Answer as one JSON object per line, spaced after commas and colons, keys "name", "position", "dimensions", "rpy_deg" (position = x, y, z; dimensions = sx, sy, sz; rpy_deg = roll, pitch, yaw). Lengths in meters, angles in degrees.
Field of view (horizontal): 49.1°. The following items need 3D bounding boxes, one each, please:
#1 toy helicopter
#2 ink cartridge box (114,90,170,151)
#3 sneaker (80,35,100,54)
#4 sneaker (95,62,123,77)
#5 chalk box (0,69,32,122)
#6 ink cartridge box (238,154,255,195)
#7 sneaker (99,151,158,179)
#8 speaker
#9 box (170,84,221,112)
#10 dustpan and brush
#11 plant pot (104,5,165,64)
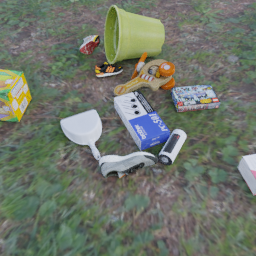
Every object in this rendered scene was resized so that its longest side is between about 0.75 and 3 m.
{"name": "toy helicopter", "position": [0.545, -2.094, 11.640], "dimensions": [2.691, 1.062, 1.780], "rpy_deg": [-30, 59, -10]}
{"name": "ink cartridge box", "position": [0.448, -0.357, 10.285], "dimensions": [1.137, 0.535, 2.418], "rpy_deg": [-18, 50, -15]}
{"name": "sneaker", "position": [-1.961, -4.096, 13.779], "dimensions": [0.658, 0.623, 1.602], "rpy_deg": [12, 39, 16]}
{"name": "sneaker", "position": [-0.824, -2.634, 12.307], "dimensions": [1.264, 0.569, 0.442], "rpy_deg": [-16, 29, -12]}
{"name": "chalk box", "position": [-5.112, -1.281, 10.523], "dimensions": [2.320, 1.436, 1.443], "rpy_deg": [6, 47, 5]}
{"name": "ink cartridge box", "position": [4.389, 1.345, 8.640], "dimensions": [1.505, 0.623, 1.102], "rpy_deg": [-9, 48, -8]}
{"name": "sneaker", "position": [0.029, 1.206, 8.824], "dimensions": [1.848, 0.683, 0.733], "rpy_deg": [-8, 57, 0]}
{"name": "speaker", "position": [1.500, 0.626, 9.391], "dimensions": [0.522, 0.522, 1.285], "rpy_deg": [23, 51, 20]}
{"name": "box", "position": [2.669, -1.208, 11.208], "dimensions": [1.696, 0.338, 1.161], "rpy_deg": [-7, 47, -6]}
{"name": "dustpan and brush", "position": [-1.400, 0.287, 9.774], "dimensions": [1.413, 0.580, 2.025], "rpy_deg": [-20, 43, -17]}
{"name": "plant pot", "position": [0.323, -4.158, 12.798], "dimensions": [2.297, 2.498, 2.498], "rpy_deg": [-2, 46, -19]}
